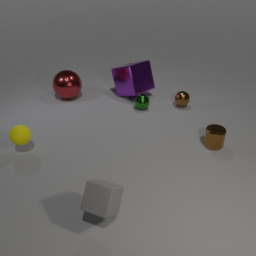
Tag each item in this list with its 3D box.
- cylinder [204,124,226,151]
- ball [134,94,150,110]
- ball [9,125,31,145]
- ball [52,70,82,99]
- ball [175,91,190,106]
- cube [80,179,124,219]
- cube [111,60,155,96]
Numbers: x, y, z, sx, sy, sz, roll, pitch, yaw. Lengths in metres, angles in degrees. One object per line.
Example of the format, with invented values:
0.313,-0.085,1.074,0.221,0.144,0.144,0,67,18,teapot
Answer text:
3.123,0.332,10.080,0.700,0.700,0.700,-1,35,1,cylinder
0.637,-1.182,12.686,0.700,0.700,0.700,0,31,0,ball
-3.683,0.246,9.584,0.700,0.700,0.700,0,31,0,ball
-2.936,-2.100,13.556,1.400,1.400,1.400,0,31,0,ball
2.487,-1.346,12.840,0.700,0.700,0.700,0,31,0,ball
-0.599,1.662,6.679,0.700,0.700,0.700,12,-3,23,cube
0.256,-2.423,13.746,1.400,1.400,1.400,-26,20,-36,cube
